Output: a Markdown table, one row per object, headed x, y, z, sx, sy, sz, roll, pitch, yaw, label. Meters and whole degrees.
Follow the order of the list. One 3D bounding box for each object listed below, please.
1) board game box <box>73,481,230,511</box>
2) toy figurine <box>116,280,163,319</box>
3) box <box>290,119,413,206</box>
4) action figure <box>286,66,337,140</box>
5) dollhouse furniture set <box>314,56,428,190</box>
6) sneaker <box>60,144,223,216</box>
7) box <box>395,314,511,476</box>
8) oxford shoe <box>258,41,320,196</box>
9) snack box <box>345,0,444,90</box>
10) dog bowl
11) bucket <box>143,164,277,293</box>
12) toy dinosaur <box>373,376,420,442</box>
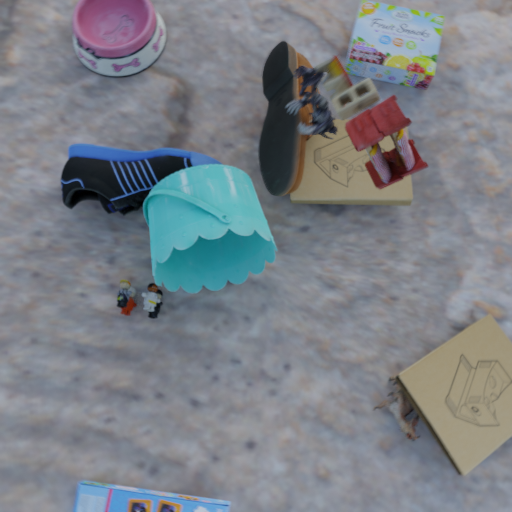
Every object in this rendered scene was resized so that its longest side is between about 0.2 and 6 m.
| x | y | z | sx | sy | sz | roll | pitch | yaw | label |
| --- | --- | --- | --- | --- | --- | --- | --- | --- | --- |
| -1.754 | 4.714 | 8.847 | 2.456 | 0.449 | 1.858 | 8 | 73 | 2 | board game box |
| -2.051 | 0.742 | 9.887 | 0.778 | 0.766 | 0.541 | 6 | 68 | 1 | toy figurine |
| 1.801 | -1.821 | 10.775 | 2.274 | 0.242 | 1.859 | 2 | 65 | 2 | box |
| 0.902 | -2.416 | 9.288 | 0.710 | 1.392 | 0.827 | -27 | 48 | -5 | action figure |
| 1.794 | -2.222 | 8.852 | 0.851 | 1.127 | 2.094 | -27 | 53 | 14 | dollhouse furniture set |
| -2.126 | -1.319 | 10.423 | 3.039 | 1.066 | 1.184 | 4 | 78 | 7 | sneaker |
| 3.701 | 2.274 | 9.458 | 2.230 | 0.237 | 1.823 | -27 | 75 | -21 | box |
| 0.771 | -2.466 | 10.355 | 1.132 | 1.133 | 3.175 | 20 | 64 | -32 | oxford shoe |
| 2.829 | -4.334 | 11.494 | 1.745 | 0.590 | 1.471 | 14 | 75 | 3 | snack box |
| -2.878 | -4.710 | 11.547 | 1.955 | 0.721 | 1.955 | 0 | 73 | 1 | dog bowl |
| -0.835 | -0.435 | 9.566 | 2.225 | 2.225 | 1.448 | -13 | 66 | -4 | bucket |
| 2.558 | 2.508 | 9.522 | 0.800 | 0.507 | 1.181 | 34 | 65 | 3 | toy dinosaur |
